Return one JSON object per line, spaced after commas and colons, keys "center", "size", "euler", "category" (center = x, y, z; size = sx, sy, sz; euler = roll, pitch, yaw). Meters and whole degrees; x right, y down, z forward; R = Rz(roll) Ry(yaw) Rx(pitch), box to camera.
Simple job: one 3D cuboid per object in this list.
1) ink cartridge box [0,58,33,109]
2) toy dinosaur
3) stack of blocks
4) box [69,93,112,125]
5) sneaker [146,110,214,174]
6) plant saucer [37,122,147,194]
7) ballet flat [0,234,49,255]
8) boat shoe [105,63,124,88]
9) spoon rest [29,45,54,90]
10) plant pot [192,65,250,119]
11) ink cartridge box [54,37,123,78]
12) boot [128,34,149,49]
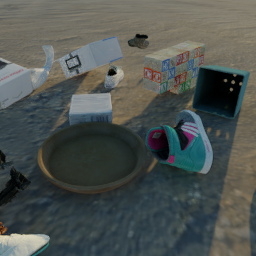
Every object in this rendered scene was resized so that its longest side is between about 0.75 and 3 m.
{"center": [-5.110, -1.850, 10.641], "size": [2.332, 0.976, 1.692], "euler": [23, 40, 16], "category": "ink cartridge box"}
{"center": [-3.061, 1.406, 5.690], "size": [2.751, 1.405, 1.867], "euler": [32, 62, 25], "category": "toy dinosaur"}
{"center": [1.867, -2.278, 11.107], "size": [0.859, 1.689, 2.933], "euler": [26, 40, 36], "category": "stack of blocks"}
{"center": [-1.176, -0.492, 9.044], "size": [1.306, 0.745, 1.420], "euler": [-3, 32, -4], "category": "box"}
{"center": [1.222, 0.207, 7.615], "size": [1.498, 1.037, 2.481], "euler": [10, 31, -10], "category": "sneaker"}
{"center": [-0.910, 0.705, 7.312], "size": [2.800, 0.412, 2.800], "euler": [1, 34, -1], "category": "plant saucer"}
{"center": [-2.300, 2.188, 4.493], "size": [2.115, 0.734, 0.734], "euler": [-28, 41, -35], "category": "ballet flat"}
{"center": [-0.633, -2.446, 12.251], "size": [0.688, 0.794, 1.862], "euler": [8, 32, 13], "category": "boat shoe"}
{"center": [-3.844, -2.492, 12.115], "size": [1.235, 0.753, 2.485], "euler": [6, 57, 20], "category": "spoon rest"}
{"center": [3.503, -1.486, 10.067], "size": [1.496, 1.497, 2.118], "euler": [19, 28, 29], "category": "plant pot"}
{"center": [-1.848, -3.040, 12.483], "size": [2.888, 0.980, 1.676], "euler": [-6, 19, 46], "category": "ink cartridge box"}
{"center": [0.539, -3.190, 10.262], "size": [0.998, 0.338, 0.652], "euler": [-10, -4, -37], "category": "boot"}
